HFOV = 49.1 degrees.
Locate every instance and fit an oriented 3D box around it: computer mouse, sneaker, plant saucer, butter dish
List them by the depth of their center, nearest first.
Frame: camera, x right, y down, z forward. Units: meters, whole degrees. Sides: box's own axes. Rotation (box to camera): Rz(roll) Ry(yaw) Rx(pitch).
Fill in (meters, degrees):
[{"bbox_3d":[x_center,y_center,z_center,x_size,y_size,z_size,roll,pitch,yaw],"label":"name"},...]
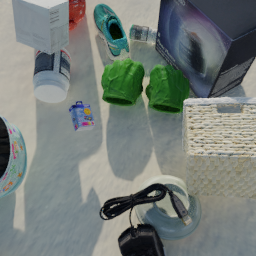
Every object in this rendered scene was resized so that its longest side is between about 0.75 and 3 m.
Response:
[{"bbox_3d":[0.704,2.757,6.655,1.993,0.653,2.839,-27,71,7],"label":"computer mouse"},{"bbox_3d":[1.070,1.929,7.206,1.791,0.450,1.791,4,52,-4],"label":"plant saucer"},{"bbox_3d":[-0.541,-3.629,10.018,1.017,1.045,2.623,-20,64,-10],"label":"sneaker"},{"bbox_3d":[-2.292,-4.289,10.073,2.118,2.112,1.566,-20,90,-14],"label":"butter dish"}]

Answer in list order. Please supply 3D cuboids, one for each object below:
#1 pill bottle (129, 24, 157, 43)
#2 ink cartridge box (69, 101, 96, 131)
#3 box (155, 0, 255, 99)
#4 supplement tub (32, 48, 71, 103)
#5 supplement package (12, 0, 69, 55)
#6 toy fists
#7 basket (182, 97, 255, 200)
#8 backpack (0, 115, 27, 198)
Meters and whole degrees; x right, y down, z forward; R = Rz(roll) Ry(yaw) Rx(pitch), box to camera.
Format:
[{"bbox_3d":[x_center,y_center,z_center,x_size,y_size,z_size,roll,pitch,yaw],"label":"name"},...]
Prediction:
[{"bbox_3d":[0.560,-3.400,10.165,1.017,0.575,0.575,11,63,4],"label":"pill bottle"},{"bbox_3d":[-1.308,-0.355,7.893,0.558,0.312,0.818,-7,69,-37],"label":"ink cartridge box"},{"bbox_3d":[2.381,-2.872,8.565,1.811,2.915,2.939,-29,66,-14],"label":"box"},{"bbox_3d":[-2.435,-1.741,8.986,1.130,1.130,1.611,-2,62,-1],"label":"supplement tub"},{"bbox_3d":[-2.543,-3.140,8.294,1.286,1.345,0.989,23,42,14],"label":"supplement package"},{"bbox_3d":[0.552,-1.355,8.911,2.815,0.968,1.435,9,76,3],"label":"toy fists"},{"bbox_3d":[2.398,0.548,6.875,2.104,2.123,1.707,1,52,11],"label":"basket"},{"bbox_3d":[-3.939,0.851,7.141,2.630,1.980,2.335,-20,68,2],"label":"backpack"}]
